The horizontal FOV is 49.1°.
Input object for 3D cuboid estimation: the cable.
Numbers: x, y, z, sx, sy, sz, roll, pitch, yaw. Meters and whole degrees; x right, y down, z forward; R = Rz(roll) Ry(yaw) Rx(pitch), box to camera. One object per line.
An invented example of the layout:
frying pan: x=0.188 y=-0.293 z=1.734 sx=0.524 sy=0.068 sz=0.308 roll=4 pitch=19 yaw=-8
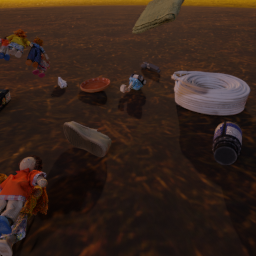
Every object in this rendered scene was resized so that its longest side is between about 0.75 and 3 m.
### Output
cable: x=3.019 y=-1.296 z=10.283 sx=2.645 sy=0.916 sz=2.646 roll=-1 pitch=29 yaw=-5

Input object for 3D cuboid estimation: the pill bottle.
pill bottle: x=2.615 y=0.395 z=7.394 sx=0.725 sy=0.725 sz=1.297 roll=11 pitch=31 yaw=19

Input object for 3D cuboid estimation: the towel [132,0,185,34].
towel: x=0.674 y=-2.457 z=5.895 sx=1.268 sy=0.231 sz=0.941 roll=-2 pitch=56 yaw=52

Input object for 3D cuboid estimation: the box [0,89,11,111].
box: x=-5.491 y=-0.875 z=9.942 sx=2.069 sy=0.476 sz=1.645 roll=0 pitch=29 yaw=1

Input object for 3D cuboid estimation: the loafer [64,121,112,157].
loafer: x=-1.124 y=0.270 z=7.803 sx=1.647 sy=0.623 sz=0.562 roll=29 pitch=38 yaw=27

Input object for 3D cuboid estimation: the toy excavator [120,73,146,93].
toy excavator: x=0.192 y=-1.769 z=11.588 sx=0.514 sy=1.028 sz=1.000 roll=22 pitch=-9 yaw=35

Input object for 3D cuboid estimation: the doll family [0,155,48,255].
doll family: x=-2.544 y=1.470 z=5.278 sx=2.875 sy=1.296 sz=1.784 roll=-11 pitch=33 yaw=16

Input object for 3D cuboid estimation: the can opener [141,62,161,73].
can opener: x=1.099 y=-2.996 z=14.075 sx=0.430 sy=0.343 sz=1.287 roll=-42 pitch=41 yaw=-6

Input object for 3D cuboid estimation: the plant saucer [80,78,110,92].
plant saucer: x=-1.367 y=-1.793 z=11.782 sx=1.271 sy=0.205 sz=1.271 roll=-6 pitch=32 yaw=4

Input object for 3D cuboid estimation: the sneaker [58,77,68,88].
sneaker: x=-2.827 y=-1.944 z=12.130 sx=0.307 sy=0.316 sz=0.866 roll=-4 pitch=37 yaw=-26

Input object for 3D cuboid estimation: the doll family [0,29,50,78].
doll family: x=-2.442 y=-1.955 z=6.927 sx=1.429 sy=0.644 sz=0.887 roll=26 pitch=45 yaw=-34
